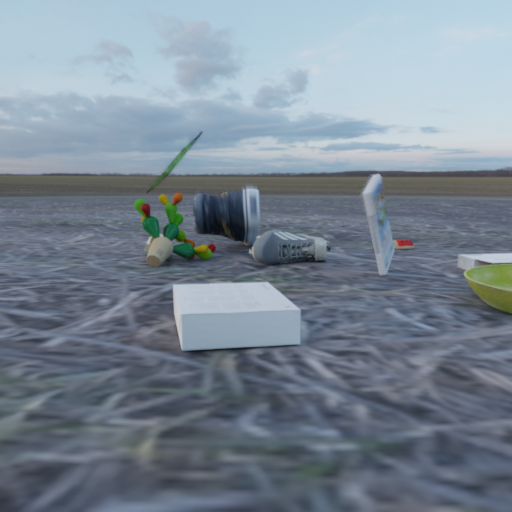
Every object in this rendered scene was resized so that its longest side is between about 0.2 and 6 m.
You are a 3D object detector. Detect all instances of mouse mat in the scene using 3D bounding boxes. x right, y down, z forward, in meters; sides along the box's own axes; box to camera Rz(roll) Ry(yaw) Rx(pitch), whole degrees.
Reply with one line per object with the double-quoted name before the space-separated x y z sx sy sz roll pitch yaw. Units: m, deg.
"mouse mat" -1.902 -2.122 12.863 0.067 1.435 1.783 41 -21 -16

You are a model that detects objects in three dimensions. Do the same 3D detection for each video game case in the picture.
"video game case" 1.923 -0.496 8.720 0.120 1.337 0.957 -6 22 25

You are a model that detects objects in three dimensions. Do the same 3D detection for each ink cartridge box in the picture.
"ink cartridge box" 4.100 0.144 9.157 1.188 0.259 1.031 -1 9 -9

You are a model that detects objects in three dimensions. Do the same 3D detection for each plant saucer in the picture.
"plant saucer" 3.694 0.442 6.639 2.337 0.363 2.337 1 8 0

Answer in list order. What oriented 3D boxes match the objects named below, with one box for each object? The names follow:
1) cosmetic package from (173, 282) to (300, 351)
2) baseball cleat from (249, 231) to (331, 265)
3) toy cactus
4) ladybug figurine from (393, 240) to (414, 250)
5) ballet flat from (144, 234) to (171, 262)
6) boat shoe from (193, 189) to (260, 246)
"cosmetic package" -0.258 0.566 5.665 1.093 0.375 1.450 -3 8 -10
"baseball cleat" 0.721 -0.161 10.052 0.939 0.615 1.764 6 11 38
"toy cactus" -1.519 -0.345 10.100 0.878 1.718 1.418 -31 24 34
"ladybug figurine" 3.163 -0.243 12.130 0.554 0.199 0.376 -2 8 -11
"ballet flat" -1.881 -0.204 10.841 0.508 0.480 1.506 -2 8 -15
"boat shoe" -0.627 -0.837 11.915 1.323 1.031 2.915 -1 -8 -2
